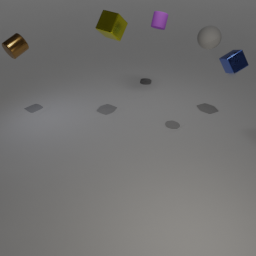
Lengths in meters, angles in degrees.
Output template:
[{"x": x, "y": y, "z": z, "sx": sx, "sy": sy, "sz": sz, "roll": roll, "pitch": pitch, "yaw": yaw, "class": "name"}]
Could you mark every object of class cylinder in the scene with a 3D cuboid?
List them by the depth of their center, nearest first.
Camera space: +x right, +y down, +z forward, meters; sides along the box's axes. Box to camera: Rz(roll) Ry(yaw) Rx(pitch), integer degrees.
[{"x": -4.251, "y": -3.091, "z": 10.579, "sx": 0.700, "sy": 0.700, "sz": 0.700, "roll": 27, "pitch": 64, "yaw": 38, "class": "cylinder"}, {"x": 1.506, "y": -5.134, "z": 13.384, "sx": 0.700, "sy": 0.700, "sz": 0.700, "roll": 12, "pitch": 13, "yaw": -3, "class": "cylinder"}]

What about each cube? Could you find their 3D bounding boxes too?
[{"x": -0.560, "y": -3.532, "z": 9.678, "sx": 0.700, "sy": 0.700, "sz": 0.700, "roll": 25, "pitch": 3, "yaw": 27, "class": "cube"}, {"x": 4.224, "y": -2.647, "z": 11.199, "sx": 0.700, "sy": 0.700, "sz": 0.700, "roll": -31, "pitch": 17, "yaw": 1, "class": "cube"}]

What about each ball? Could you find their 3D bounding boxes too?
[{"x": 2.442, "y": -2.720, "z": 8.418, "sx": 0.700, "sy": 0.700, "sz": 0.700, "roll": 0, "pitch": 30, "yaw": 0, "class": "ball"}]
